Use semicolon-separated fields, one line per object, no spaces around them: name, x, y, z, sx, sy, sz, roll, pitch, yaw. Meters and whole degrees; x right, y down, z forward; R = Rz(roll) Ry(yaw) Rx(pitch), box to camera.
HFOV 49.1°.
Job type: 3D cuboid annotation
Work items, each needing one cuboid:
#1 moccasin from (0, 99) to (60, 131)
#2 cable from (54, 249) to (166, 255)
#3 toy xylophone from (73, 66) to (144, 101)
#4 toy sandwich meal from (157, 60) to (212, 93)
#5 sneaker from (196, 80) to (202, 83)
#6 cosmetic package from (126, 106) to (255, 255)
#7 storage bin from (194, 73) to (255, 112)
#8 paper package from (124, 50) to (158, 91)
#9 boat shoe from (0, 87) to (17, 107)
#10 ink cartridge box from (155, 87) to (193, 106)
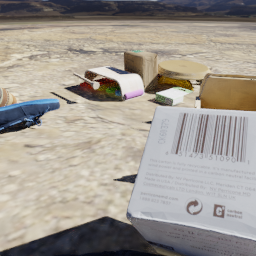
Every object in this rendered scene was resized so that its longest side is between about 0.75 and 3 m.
moccasin;-2.905;-0.349;7.803;2.055;0.701;0.827;-14;16;-18
cable;-0.240;2.151;2.615;2.708;0.688;2.209;6;31;8
toy xylophone;-0.834;-1.757;10.708;2.100;0.721;2.869;-14;29;-28
toy sandwich meal;2.129;-2.124;11.464;2.548;0.873;2.548;2;27;-1
sneaker;3.363;-2.003;11.610;1.090;0.402;0.477;6;19;1
cosmetic package;0.963;0.783;3.345;1.360;1.650;1.361;4;57;22
storage bin;3.087;-0.230;6.652;2.970;1.402;2.991;6;26;12
paper package;0.502;-2.325;11.144;0.750;1.381;1.449;-14;27;-27
boat shoe;-4.584;-0.770;8.497;2.807;1.062;1.037;4;-8;27
ink cartridge box;1.648;-1.153;9.950;1.132;0.271;0.824;-20;32;-36
